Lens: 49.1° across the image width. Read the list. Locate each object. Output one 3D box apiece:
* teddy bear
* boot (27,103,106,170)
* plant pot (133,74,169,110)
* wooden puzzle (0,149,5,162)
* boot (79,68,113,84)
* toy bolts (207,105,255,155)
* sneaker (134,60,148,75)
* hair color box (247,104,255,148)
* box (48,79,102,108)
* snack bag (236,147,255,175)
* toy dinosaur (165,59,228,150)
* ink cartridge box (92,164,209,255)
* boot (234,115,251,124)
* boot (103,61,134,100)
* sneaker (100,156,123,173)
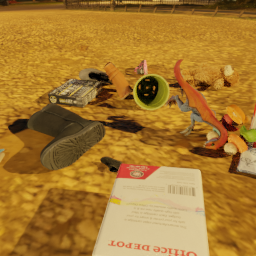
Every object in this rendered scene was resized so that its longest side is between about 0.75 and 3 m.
[{"bbox_3d":[3.917,-2.531,13.361,2.808,0.938,2.036,8,32,15],"label":"teddy bear"},{"bbox_3d":[-2.328,0.125,8.559,2.630,0.863,2.168,23,38,36],"label":"boot"},{"bbox_3d":[0.866,-1.546,11.373,1.401,1.401,1.331,-2,16,-3],"label":"plant pot"},{"bbox_3d":[-3.926,0.884,7.959,0.692,0.120,1.026,-5,29,-9],"label":"wooden puzzle"},{"bbox_3d":[-1.579,-2.455,13.045,1.998,0.697,1.315,7,9,15],"label":"boot"},{"bbox_3d":[2.920,0.060,8.375,0.974,1.341,1.404,-37,15,-3],"label":"toy bolts"},{"bbox_3d":[0.683,-3.267,15.167,0.720,0.597,1.510,-9,27,6],"label":"sneaker"},{"bbox_3d":[4.819,0.110,8.166,2.295,1.273,0.734,10,30,19],"label":"hair color box"},{"bbox_3d":[-2.206,-1.549,12.017,1.595,0.486,1.979,7,30,16],"label":"box"},{"bbox_3d":[3.770,0.993,7.730,1.329,0.151,1.409,13,31,23],"label":"snack bag"},{"bbox_3d":[2.133,-0.469,8.677,1.326,2.525,2.291,-36,42,-7],"label":"toy dinosaur"},{"bbox_3d":[0.499,1.812,5.296,1.794,1.041,2.431,5,31,9],"label":"ink cartridge box"},{"bbox_3d":[3.917,-0.457,10.152,0.680,0.334,0.949,-15,38,-36],"label":"boot"},{"bbox_3d":[-0.478,-2.032,11.823,0.700,1.470,1.900,-36,21,6],"label":"boot"},{"bbox_3d":[-0.446,1.010,7.600,0.791,0.237,0.412,12,26,15],"label":"sneaker"}]
